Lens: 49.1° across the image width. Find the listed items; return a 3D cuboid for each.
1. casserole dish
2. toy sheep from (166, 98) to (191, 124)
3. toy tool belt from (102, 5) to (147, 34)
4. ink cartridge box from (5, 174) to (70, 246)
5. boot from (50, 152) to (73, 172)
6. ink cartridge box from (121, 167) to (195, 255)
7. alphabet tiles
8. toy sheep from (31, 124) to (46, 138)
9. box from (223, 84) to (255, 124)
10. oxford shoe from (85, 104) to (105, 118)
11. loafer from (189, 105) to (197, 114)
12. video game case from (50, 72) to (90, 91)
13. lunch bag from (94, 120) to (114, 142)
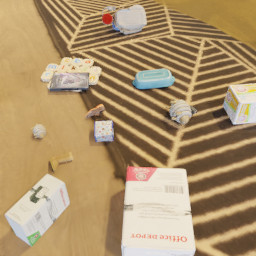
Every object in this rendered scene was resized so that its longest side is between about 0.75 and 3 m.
[{"bbox_3d":[1.259,-2.463,13.764,2.103,0.408,1.274,-5,40,2],"label":"casserole dish"},{"bbox_3d":[2.153,-0.734,11.701,0.953,0.953,1.382,-9,59,-10],"label":"toy sheep"},{"bbox_3d":[-0.330,-6.956,18.043,2.884,1.801,1.773,-7,15,-10],"label":"toy tool belt"},{"bbox_3d":[-2.560,2.353,8.176,0.691,1.219,1.663,23,47,23],"label":"ink cartridge box"},{"bbox_3d":[-2.369,1.203,10.099,0.809,0.267,0.708,-14,45,-15],"label":"boot"},{"bbox_3d":[0.818,2.466,8.137,1.853,1.079,2.560,2,43,2],"label":"ink cartridge box"},{"bbox_3d":[-2.881,-2.760,14.363,2.871,0.210,2.808,5,45,5],"label":"alphabet tiles"},{"bbox_3d":[-3.532,0.104,11.110,0.524,0.524,0.760,-20,61,-20],"label":"toy sheep"},{"bbox_3d":[5.431,-1.064,11.850,2.289,1.160,1.287,-5,43,-5],"label":"box"},{"bbox_3d":[-1.388,-0.655,11.888,0.900,0.321,0.328,-32,81,-4],"label":"oxford shoe"},{"bbox_3d":[2.496,-0.840,12.258,0.357,0.408,1.135,-43,48,-13],"label":"loafer"},{"bbox_3d":[-2.804,-2.275,13.619,1.806,0.171,1.290,-3,45,-2],"label":"video game case"},{"bbox_3d":[-0.949,0.085,11.092,0.754,0.550,0.888,-4,51,-4],"label":"lunch bag"}]
